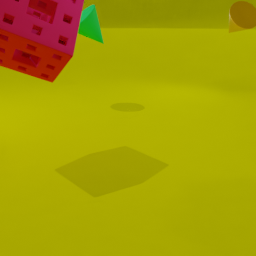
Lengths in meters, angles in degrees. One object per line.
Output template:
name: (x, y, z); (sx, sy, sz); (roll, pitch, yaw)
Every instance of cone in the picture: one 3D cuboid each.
cone: (-1.271, -3.513, 10.119); (1.242, 1.246, 1.242); (-28, 37, 23)
cone: (3.348, -3.206, 8.652); (0.944, 0.944, 0.947); (-4, -13, -10)

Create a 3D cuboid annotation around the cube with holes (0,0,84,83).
cube with holes: (-1.857, -1.978, 5.550); (1.399, 1.399, 1.399); (16, -20, -26)
